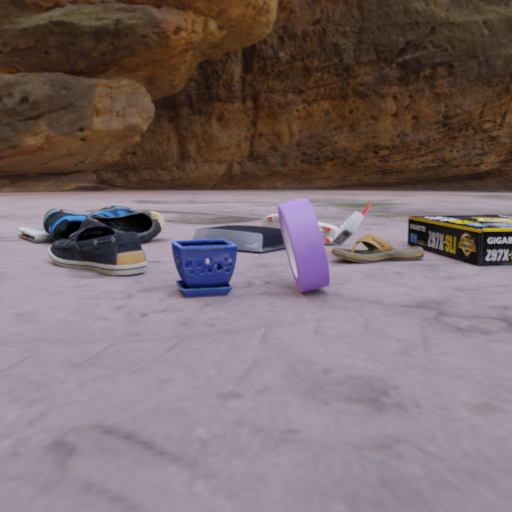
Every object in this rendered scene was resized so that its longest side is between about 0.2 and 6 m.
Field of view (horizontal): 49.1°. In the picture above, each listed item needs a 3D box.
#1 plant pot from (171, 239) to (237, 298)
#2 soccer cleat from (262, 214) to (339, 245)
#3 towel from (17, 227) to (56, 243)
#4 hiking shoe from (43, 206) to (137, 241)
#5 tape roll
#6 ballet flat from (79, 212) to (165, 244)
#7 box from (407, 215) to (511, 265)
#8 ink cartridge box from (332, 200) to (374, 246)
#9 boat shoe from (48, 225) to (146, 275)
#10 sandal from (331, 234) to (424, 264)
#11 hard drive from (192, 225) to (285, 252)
[{"bbox_3d":[-0.729,0.165,7.739,0.800,0.719,0.800,-2,9,-16],"label":"plant pot"},{"bbox_3d":[1.068,-0.583,13.220,1.902,0.659,0.738,11,7,21],"label":"soccer cleat"},{"bbox_3d":[-4.988,-0.584,14.120,1.677,0.301,1.741,-7,10,-37],"label":"towel"},{"bbox_3d":[-3.756,-0.612,13.243,2.342,0.871,1.016,-7,31,-29],"label":"hiking shoe"},{"bbox_3d":[0.648,-0.142,7.758,0.412,1.254,1.254,-14,9,-1],"label":"tape roll"},{"bbox_3d":[-2.938,-0.685,12.799,0.818,0.700,2.463,41,31,19],"label":"ballet flat"},{"bbox_3d":[4.818,-0.390,11.462,2.381,0.736,2.981,-3,9,-9],"label":"box"},{"bbox_3d":[1.893,-0.677,10.990,0.210,0.839,0.966,32,-15,1],"label":"ink cartridge box"},{"bbox_3d":[-2.809,-0.160,9.791,2.468,0.768,0.921,6,12,43],"label":"boat shoe"},{"bbox_3d":[2.299,-0.165,10.615,1.887,0.510,0.758,-2,9,-13],"label":"sandal"},{"bbox_3d":[-0.302,-0.408,12.466,2.049,0.434,1.382,7,11,39],"label":"hard drive"}]
